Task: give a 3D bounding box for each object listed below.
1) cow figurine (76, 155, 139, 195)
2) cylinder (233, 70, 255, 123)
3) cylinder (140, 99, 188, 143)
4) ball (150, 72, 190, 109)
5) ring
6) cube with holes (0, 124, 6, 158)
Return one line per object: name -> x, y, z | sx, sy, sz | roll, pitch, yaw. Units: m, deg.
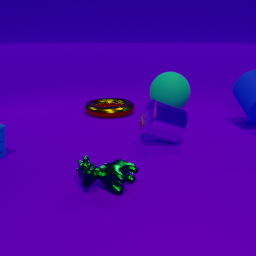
cow figurine -> -0.404, 0.800, 5.131 | 0.953, 0.532, 0.968 | 28, 30, 22
cylinder -> 3.886, -0.940, 8.291 | 1.164, 1.164, 1.164 | -3, 45, -8
cylinder -> 0.897, -0.168, 7.175 | 0.918, 0.918, 0.918 | 18, 14, -16
ball -> 1.402, -1.195, 9.370 | 1.329, 1.329, 1.329 | 0, 19, 0
ring -> -0.657, -0.756, 10.179 | 1.846, 0.369, 1.846 | 0, 19, 0
cube with holes -> -3.291, 0.290, 6.187 | 0.772, 0.772, 0.772 | 19, 23, 22
